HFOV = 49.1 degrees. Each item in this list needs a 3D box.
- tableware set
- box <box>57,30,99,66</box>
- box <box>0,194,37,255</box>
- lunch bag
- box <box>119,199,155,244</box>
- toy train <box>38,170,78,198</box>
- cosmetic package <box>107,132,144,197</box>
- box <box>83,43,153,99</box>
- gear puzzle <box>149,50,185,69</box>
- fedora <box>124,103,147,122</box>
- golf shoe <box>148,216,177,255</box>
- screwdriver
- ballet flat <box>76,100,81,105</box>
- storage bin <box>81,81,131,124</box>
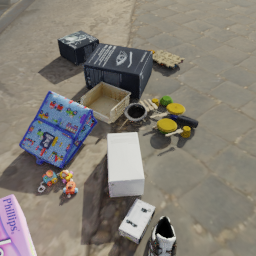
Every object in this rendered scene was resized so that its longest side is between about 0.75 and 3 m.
[{"bbox_3d":[1.703,-0.486,11.772,1.740,0.396,2.583,-15,44,-20],"label":"tableware set"},{"bbox_3d":[-2.702,-4.458,15.514,1.658,1.045,1.686,-35,53,-29],"label":"box"},{"bbox_3d":[-3.735,3.485,6.702,2.905,1.404,2.555,-20,47,-21],"label":"box"},{"bbox_3d":[-2.651,0.220,10.399,1.917,1.198,2.547,24,71,13],"label":"lunch bag"},{"bbox_3d":[0.280,2.738,8.288,0.665,0.343,1.141,19,46,20],"label":"box"},{"bbox_3d":[-2.296,1.776,9.302,1.331,0.370,1.000,3,43,3],"label":"toy train"},{"bbox_3d":[-0.128,1.188,9.533,1.150,0.907,2.138,-2,44,-3],"label":"cosmetic package"},{"bbox_3d":[-0.407,-2.731,13.238,2.754,1.437,2.038,14,49,14],"label":"box"},{"bbox_3d":[1.829,-3.813,15.393,2.381,0.312,1.233,32,53,33],"label":"gear puzzle"},{"bbox_3d":[0.300,-0.568,11.686,0.886,0.453,1.002,42,61,19],"label":"fedora"},{"bbox_3d":[0.858,3.314,7.200,0.836,1.016,2.150,2,45,0],"label":"golf shoe"},{"bbox_3d":[1.596,-0.573,11.872,2.871,0.400,0.418,21,22,26],"label":"screwdriver"},{"bbox_3d":[-2.504,-0.704,11.796,0.532,0.590,1.568,23,48,30],"label":"ballet flat"},{"bbox_3d":[-0.965,-1.103,12.114,1.592,0.746,1.581,24,48,23],"label":"storage bin"}]
